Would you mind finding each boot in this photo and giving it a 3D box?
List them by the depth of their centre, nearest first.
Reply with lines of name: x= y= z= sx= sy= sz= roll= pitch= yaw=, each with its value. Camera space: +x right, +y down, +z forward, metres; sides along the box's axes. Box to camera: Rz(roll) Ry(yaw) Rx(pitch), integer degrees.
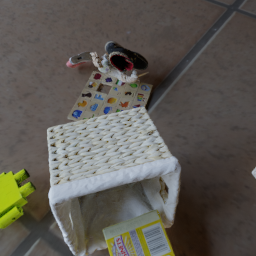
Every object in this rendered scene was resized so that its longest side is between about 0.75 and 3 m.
boot: x=0.007 y=-2.219 z=9.287 sx=1.656 sy=0.606 sz=1.247 roll=27 pitch=26 yaw=-22

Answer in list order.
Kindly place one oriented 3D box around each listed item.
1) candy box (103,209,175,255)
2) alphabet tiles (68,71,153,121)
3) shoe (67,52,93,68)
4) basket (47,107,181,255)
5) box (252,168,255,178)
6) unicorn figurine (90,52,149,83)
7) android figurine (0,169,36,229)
candy box: x=0.489 y=3.243 z=5.977 sx=1.345 sy=0.347 sz=2.630 roll=-17 pitch=71 yaw=-9
alphabet tiles: x=-0.594 y=-0.711 z=9.180 sx=2.229 sy=0.101 sz=2.667 roll=15 pitch=57 yaw=10
shoe: x=-1.735 y=-2.460 z=10.121 sx=1.000 sy=0.455 sz=0.357 roll=-28 pitch=96 yaw=-35
basket: x=-0.393 y=1.192 z=6.354 sx=2.517 sy=2.495 sz=2.025 roll=-14 pitch=46 yaw=-10
box: x=4.010 y=1.138 z=7.406 sx=0.897 sy=0.902 sz=0.773 roll=-19 pitch=56 yaw=-16
unicorn figurine: x=-0.380 y=-1.972 z=9.449 sx=1.822 sy=0.673 sz=1.251 roll=5 pitch=33 yaw=-19
android figurine: x=-3.182 y=1.790 z=7.011 sx=1.726 sy=0.354 sz=1.571 roll=-37 pitch=47 yaw=-12
